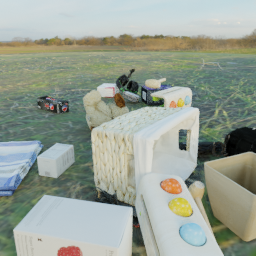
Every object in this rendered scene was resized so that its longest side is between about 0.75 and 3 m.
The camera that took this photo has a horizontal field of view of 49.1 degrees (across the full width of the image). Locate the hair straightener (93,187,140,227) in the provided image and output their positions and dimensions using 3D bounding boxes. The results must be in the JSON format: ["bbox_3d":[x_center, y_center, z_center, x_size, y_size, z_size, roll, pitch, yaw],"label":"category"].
[{"bbox_3d":[-0.268,1.599,6.160,0.304,0.571,1.485,-20,28,-40],"label":"hair straightener"}]

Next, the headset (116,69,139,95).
[{"bbox_3d":[0.064,-2.822,17.115,1.444,1.099,2.338,31,30,-14],"label":"headset"}]

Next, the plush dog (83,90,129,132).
[{"bbox_3d":[-0.757,-0.488,10.908,1.652,1.923,1.543,-14,56,-11],"label":"plush dog"}]

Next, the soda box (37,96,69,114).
[{"bbox_3d":[-3.728,-1.155,13.892,1.771,0.561,0.627,16,24,36],"label":"soda box"}]

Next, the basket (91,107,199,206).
[{"bbox_3d":[0.518,0.547,7.204,1.712,1.881,2.775,10,22,32],"label":"basket"}]

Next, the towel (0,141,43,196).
[{"bbox_3d":[-3.853,1.048,8.049,2.180,0.353,2.968,-2,20,-3],"label":"towel"}]

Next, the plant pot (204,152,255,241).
[{"bbox_3d":[2.459,1.413,5.704,1.394,1.234,1.392,-8,21,-24],"label":"plant pot"}]

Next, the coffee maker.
[{"bbox_3d":[3.644,0.816,7.737,1.798,1.261,1.872,-26,25,-13],"label":"coffee maker"}]

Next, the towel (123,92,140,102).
[{"bbox_3d":[0.169,-1.688,15.318,0.883,0.378,0.731,22,12,11],"label":"towel"}]

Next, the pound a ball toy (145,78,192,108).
[{"bbox_3d":[2.005,-1.498,13.060,1.157,1.776,2.724,15,24,37],"label":"pound a ball toy"}]

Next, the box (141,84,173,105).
[{"bbox_3d":[1.684,-1.833,15.335,1.675,0.874,1.239,-6,20,-14],"label":"box"}]

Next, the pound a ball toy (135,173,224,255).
[{"bbox_3d":[1.082,1.615,5.105,1.554,1.012,2.383,8,25,-12],"label":"pound a ball toy"}]

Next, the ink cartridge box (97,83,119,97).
[{"bbox_3d":[-1.202,-2.309,17.090,1.008,0.587,1.393,4,20,11],"label":"ink cartridge box"}]

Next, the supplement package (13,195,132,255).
[{"bbox_3d":[-0.830,1.898,4.663,1.673,1.014,1.002,4,20,12],"label":"supplement package"}]

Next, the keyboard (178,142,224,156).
[{"bbox_3d":[2.049,0.713,9.101,2.409,0.477,1.254,-1,2,-9],"label":"keyboard"}]

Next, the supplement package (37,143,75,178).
[{"bbox_3d":[-2.047,0.912,8.079,0.594,0.572,1.045,6,21,17],"label":"supplement package"}]
